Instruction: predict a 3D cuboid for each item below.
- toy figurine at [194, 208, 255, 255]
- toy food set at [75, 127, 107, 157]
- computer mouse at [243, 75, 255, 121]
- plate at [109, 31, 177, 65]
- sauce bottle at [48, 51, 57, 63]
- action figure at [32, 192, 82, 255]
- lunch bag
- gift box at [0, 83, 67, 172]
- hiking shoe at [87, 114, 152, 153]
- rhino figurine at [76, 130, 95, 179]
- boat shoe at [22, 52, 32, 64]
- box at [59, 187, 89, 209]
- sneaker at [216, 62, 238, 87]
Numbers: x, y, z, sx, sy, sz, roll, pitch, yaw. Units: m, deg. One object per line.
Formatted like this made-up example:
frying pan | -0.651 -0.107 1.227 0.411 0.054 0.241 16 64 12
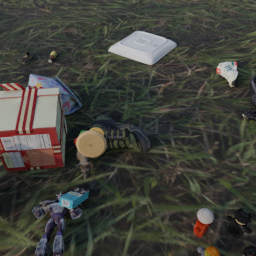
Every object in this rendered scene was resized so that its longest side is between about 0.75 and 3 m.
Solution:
toy figurine | 2.485 2.852 7.155 1.524 1.060 1.500 3 42 3
toy food set | -1.042 0.435 7.908 0.880 0.889 0.216 -15 26 5
computer mouse | 5.798 -1.190 11.964 1.906 0.725 2.752 8 55 6
plate | 0.882 -4.741 15.950 2.959 0.478 2.952 26 47 25
sauce bottle | -4.076 -3.824 15.067 0.303 0.303 0.919 3 41 3
action figure | -1.958 2.600 7.714 1.374 0.732 2.111 -6 39 2
lunch bag | -3.026 -1.389 11.598 1.874 1.192 1.589 6 30 -47
gift box | -3.405 -0.113 9.524 2.478 2.287 2.314 0 44 -9
hiking shoe | -0.419 0.479 9.990 2.634 0.997 1.326 21 54 34
rhino figurine | -1.426 0.901 9.431 0.605 0.885 2.023 -3 42 -2
boat shoe | -5.439 -3.738 14.923 0.366 0.360 0.981 0 42 0
box | -1.563 2.047 8.233 0.421 0.252 1.023 13 8 16
sneaker | 4.741 -2.597 13.476 0.954 0.718 2.041 6 40 14
